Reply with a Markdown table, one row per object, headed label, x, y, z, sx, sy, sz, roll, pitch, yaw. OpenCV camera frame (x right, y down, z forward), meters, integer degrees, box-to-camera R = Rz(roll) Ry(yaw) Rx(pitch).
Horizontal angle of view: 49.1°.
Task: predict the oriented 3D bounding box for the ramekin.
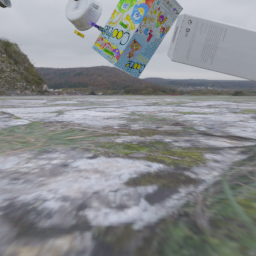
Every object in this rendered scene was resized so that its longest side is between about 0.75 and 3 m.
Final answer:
| label | x | y | z | sx | sy | sz | roll | pitch | yaw |
| --- | --- | --- | --- | --- | --- | --- | --- | --- | --- |
| ramekin | -1.404 | -3.643 | 8.644 | 1.135 | 1.135 | 0.553 | 5 | -10 | 32 |

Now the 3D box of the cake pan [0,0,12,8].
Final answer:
| label | x | y | z | sx | sy | sz | roll | pitch | yaw |
| --- | --- | --- | --- | --- | --- | --- | --- | --- | --- |
| cake pan | -4.200 | -4.334 | 8.968 | 0.204 | 1.115 | 1.115 | -27 | 3 | 11 |

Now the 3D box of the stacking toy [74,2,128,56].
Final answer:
| label | x | y | z | sx | sy | sz | roll | pitch | yaw |
| --- | --- | --- | --- | --- | --- | --- | --- | --- | --- |
| stacking toy | -0.789 | -2.945 | 8.374 | 1.355 | 1.022 | 0.318 | 26 | 14 | -24 |

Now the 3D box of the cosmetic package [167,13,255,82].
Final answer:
| label | x | y | z | sx | sy | sz | roll | pitch | yaw |
| --- | --- | --- | --- | --- | --- | --- | --- | --- | --- |
| cosmetic package | 2.197 | -1.750 | 6.197 | 2.412 | 1.023 | 1.298 | 15 | 20 | -1 |

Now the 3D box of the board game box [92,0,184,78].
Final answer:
| label | x | y | z | sx | sy | sz | roll | pitch | yaw |
| --- | --- | --- | --- | --- | --- | --- | --- | --- | --- |
| board game box | 0.286 | -3.300 | 9.299 | 1.393 | 2.704 | 1.418 | 44 | 17 | 34 |
